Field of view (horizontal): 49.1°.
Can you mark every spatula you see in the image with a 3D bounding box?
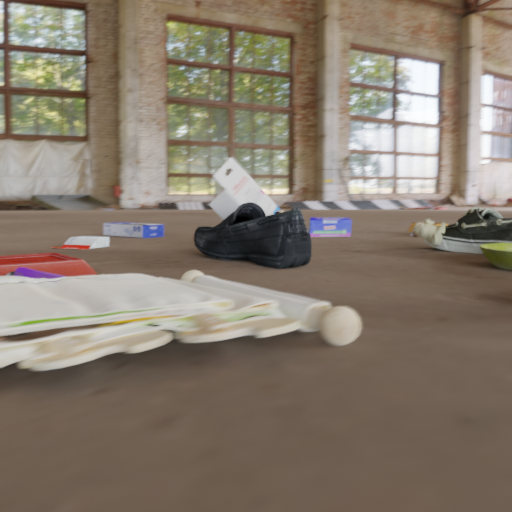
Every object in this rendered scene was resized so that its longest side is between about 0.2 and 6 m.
[{"bbox_3d":[-3.117,0.306,6.309,1.928,0.198,0.545,-3,17,-18],"label":"spatula"}]

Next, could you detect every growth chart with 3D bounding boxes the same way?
[{"bbox_3d":[-1.628,0.442,4.239,4.188,0.371,3.031,-2,7,-24],"label":"growth chart"}]

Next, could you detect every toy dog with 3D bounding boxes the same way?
[{"bbox_3d":[3.334,-0.470,10.886,0.577,0.403,0.560,24,-22,38],"label":"toy dog"}]

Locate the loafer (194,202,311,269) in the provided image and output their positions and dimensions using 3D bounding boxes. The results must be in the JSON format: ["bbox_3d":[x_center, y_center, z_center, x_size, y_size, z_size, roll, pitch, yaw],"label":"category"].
[{"bbox_3d":[-0.125,-0.397,9.267,0.945,0.977,2.784,-6,8,-37],"label":"loafer"}]

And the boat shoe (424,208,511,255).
[{"bbox_3d":[4.364,-0.482,10.641,0.964,0.868,2.726,-4,7,-31],"label":"boat shoe"}]

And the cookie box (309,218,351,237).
[{"bbox_3d":[2.025,-0.799,15.509,1.121,0.493,1.311,1,6,6],"label":"cookie box"}]

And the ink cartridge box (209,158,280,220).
[{"bbox_3d":[-0.247,-0.973,10.660,0.552,1.626,0.936,-35,13,36],"label":"ink cartridge box"}]

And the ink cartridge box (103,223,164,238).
[{"bbox_3d":[-3.365,-0.712,15.321,1.646,0.364,0.774,4,7,37],"label":"ink cartridge box"}]

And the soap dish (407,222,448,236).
[{"bbox_3d":[4.776,-0.730,15.441,0.732,0.378,0.930,-4,8,-37],"label":"soap dish"}]

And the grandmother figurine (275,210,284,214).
[{"bbox_3d":[0.489,-0.451,10.309,0.415,0.831,1.371,-19,-11,26],"label":"grandmother figurine"}]

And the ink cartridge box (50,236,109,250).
[{"bbox_3d":[-3.727,-0.283,11.862,0.776,0.229,0.970,3,5,25],"label":"ink cartridge box"}]

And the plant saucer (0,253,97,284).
[{"bbox_3d":[-3.061,0.162,7.434,1.484,0.272,1.481,-4,7,-37],"label":"plant saucer"}]

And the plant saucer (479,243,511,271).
[{"bbox_3d":[4.441,0.044,8.241,2.162,0.336,2.162,0,5,0],"label":"plant saucer"}]
